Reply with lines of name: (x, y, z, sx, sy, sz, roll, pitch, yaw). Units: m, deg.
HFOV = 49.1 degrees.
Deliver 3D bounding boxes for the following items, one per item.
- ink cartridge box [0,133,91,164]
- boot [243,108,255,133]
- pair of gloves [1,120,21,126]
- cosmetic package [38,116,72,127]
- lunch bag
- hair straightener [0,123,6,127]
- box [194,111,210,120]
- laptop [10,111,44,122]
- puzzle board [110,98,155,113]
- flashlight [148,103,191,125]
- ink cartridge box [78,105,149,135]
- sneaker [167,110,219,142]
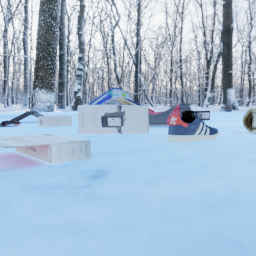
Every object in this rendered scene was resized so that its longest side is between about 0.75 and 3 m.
ink cartridge box: (-1.299, 0.267, 3.797, 1.110, 0.278, 1.278, -4, 6, -39)
boot: (3.940, -0.204, 6.849, 1.683, 0.784, 2.176, 1, -2, 2)
pair of gloves: (-4.735, -0.168, 10.371, 1.388, 0.172, 1.237, -2, -2, -5)
cosmetic package: (-2.653, -0.247, 10.217, 1.072, 0.382, 0.544, -3, 5, -44)
lunch bag: (-0.844, -1.108, 13.068, 1.838, 0.758, 1.478, -32, -23, 23)
hair straightener: (-4.625, -0.121, 9.988, 0.301, 0.160, 0.782, -4, 6, -42)
box: (3.086, -0.669, 15.030, 2.087, 0.519, 1.646, -1, 4, -10)
laptop: (-4.629, -0.311, 13.311, 1.579, 0.915, 1.478, 32, -15, -34)
puzzle board: (0.566, -0.722, 11.210, 2.316, 0.201, 1.745, 23, 0, -23)
flashlight: (0.990, -0.479, 10.210, 2.536, 0.862, 0.858, 1, 4, 8)
ink cartridge box: (-0.439, -0.250, 7.584, 1.802, 0.751, 1.308, -1, 4, -11)
sneaker: (1.434, -0.064, 5.922, 1.492, 0.631, 0.559, -3, 5, -43)
